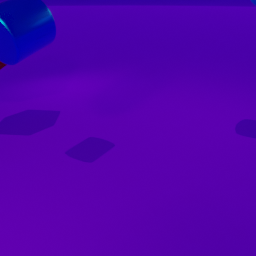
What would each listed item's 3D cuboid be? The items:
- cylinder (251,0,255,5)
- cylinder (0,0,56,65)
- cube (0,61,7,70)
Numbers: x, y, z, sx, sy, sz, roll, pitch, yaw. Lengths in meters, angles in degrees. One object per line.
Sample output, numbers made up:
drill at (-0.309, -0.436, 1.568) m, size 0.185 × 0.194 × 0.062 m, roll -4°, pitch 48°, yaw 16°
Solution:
cylinder at (2.650, -2.789, 4.686) m, size 1.120 × 1.120 × 1.120 m, roll -25°, pitch 13°, yaw -41°
cylinder at (-1.795, -1.614, 4.583) m, size 0.877 × 0.877 × 0.877 m, roll 16°, pitch 45°, yaw 29°
cube at (-3.714, -1.944, 6.511) m, size 1.234 × 1.234 × 1.234 m, roll -22°, pitch -16°, yaw 30°
